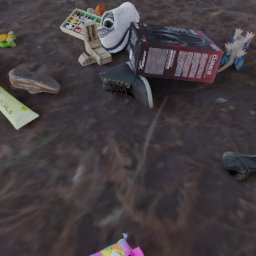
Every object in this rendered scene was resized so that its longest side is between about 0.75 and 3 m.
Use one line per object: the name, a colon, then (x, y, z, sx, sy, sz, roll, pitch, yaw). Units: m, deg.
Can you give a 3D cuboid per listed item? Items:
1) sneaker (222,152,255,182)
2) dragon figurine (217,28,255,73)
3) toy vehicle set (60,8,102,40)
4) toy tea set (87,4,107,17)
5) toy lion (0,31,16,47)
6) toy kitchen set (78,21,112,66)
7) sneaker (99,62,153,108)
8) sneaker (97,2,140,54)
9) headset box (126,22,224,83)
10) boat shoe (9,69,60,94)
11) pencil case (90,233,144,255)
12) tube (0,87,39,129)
sneaker: (3.048, 1.034, 6.983, 1.316, 0.503, 0.754, 7, 51, 10)
dragon figurine: (3.780, -2.583, 9.951, 0.768, 1.298, 2.610, 24, 72, 18)
toy vehicle set: (-1.737, -4.174, 11.455, 1.831, 0.243, 1.138, 28, 74, 22)
toy tea set: (-1.383, -4.844, 12.252, 1.408, 0.521, 0.837, -37, 87, -31)
toy lion: (-4.909, -3.482, 11.112, 0.827, 0.296, 0.862, -16, 51, -5)
toy kitchen set: (-1.350, -2.963, 10.051, 1.013, 1.120, 1.241, -25, 49, -19)
sneaker: (-0.092, -1.207, 8.807, 1.215, 0.855, 2.287, -19, 42, -10)
sneaker: (-0.369, -4.152, 10.770, 1.075, 1.133, 2.815, -10, 47, 32)
headset box: (1.526, -2.498, 9.171, 2.876, 1.111, 2.141, 3, 36, -10)
boat shoe: (-3.008, -1.416, 9.071, 1.612, 0.579, 0.611, 17, 39, -10)
pencil case: (-0.761, 2.830, 5.084, 2.219, 0.980, 0.980, -22, 52, -16)
tube: (-3.632, -0.716, 8.538, 2.003, 0.520, 0.581, 37, 97, 22)
